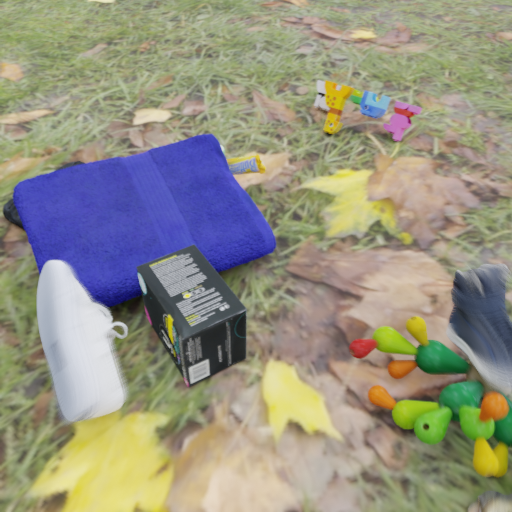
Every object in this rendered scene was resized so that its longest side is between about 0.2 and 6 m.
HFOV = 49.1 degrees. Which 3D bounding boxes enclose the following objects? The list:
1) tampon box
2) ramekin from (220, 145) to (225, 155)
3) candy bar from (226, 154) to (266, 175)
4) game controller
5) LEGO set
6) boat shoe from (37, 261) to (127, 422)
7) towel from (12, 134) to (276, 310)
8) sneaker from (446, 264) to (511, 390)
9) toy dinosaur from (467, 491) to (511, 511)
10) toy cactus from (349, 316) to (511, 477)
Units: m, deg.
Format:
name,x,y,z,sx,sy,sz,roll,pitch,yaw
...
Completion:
name,x,y,z,sx,sy,sz,roll,pitch,yaw
tampon box,-1.047,0.930,9.067,1.091,1.295,1.728,-23,48,-23
ramekin,-1.090,-2.362,13.275,0.770,0.376,0.770,0,43,0
candy bar,-0.463,-1.892,11.906,1.817,0.453,0.201,4,34,47
game controller,-4.318,-1.306,12.191,1.181,0.477,2.264,33,51,12
LEGO set,2.438,-3.597,14.222,2.972,1.219,1.133,27,19,32
boat shoe,-2.523,1.191,8.483,1.095,0.949,2.569,5,47,-44
towel,-2.101,-0.614,10.598,4.193,1.039,3.096,-18,61,-22
sneaker,3.453,0.926,8.004,0.748,1.421,1.967,-8,25,-16
toy dinosaur,3.811,3.379,7.093,2.048,0.486,0.903,0,36,-4
toy cactus,3.114,1.847,8.161,2.526,1.566,3.062,-20,39,-35
